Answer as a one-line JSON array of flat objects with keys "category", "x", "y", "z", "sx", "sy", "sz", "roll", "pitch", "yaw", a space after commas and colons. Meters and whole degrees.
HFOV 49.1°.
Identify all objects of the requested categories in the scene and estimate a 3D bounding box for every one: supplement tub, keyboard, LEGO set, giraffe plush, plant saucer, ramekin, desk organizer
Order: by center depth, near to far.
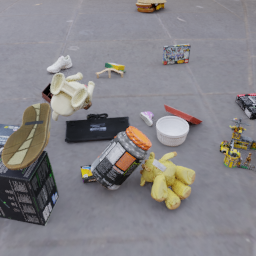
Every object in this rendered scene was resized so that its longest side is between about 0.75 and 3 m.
[{"category": "supplement tub", "x": -0.185, "y": 0.855, "z": 8.123, "sx": 1.065, "sy": 1.739, "sz": 1.065, "roll": 38, "pitch": 14, "yaw": -12}, {"category": "giraffe plush", "x": 0.933, "y": 1.403, "z": 8.227, "sx": 1.413, "sy": 1.637, "sz": 1.328, "roll": -43, "pitch": 18, "yaw": -19}, {"category": "LEGO set", "x": 4.297, "y": 0.506, "z": 9.120, "sx": 2.363, "sy": 1.369, "sz": 1.817, "roll": 17, "pitch": 41, "yaw": 21}, {"category": "ramekin", "x": 1.599, "y": 0.143, "z": 10.200, "sx": 1.167, "sy": 0.612, "sz": 1.167, "roll": 0, "pitch": 39, "yaw": 0}, {"category": "keyboard", "x": -1.144, "y": -0.040, "z": 10.704, "sx": 2.458, "sy": 0.315, "sz": 1.476, "roll": -4, "pitch": 45, "yaw": -6}, {"category": "plant saucer", "x": 2.119, "y": -0.491, "z": 10.848, "sx": 1.293, "sy": 0.238, "sz": 1.295, "roll": 27, "pitch": 7, "yaw": 30}, {"category": "desk organizer", "x": -3.207, "y": -1.379, "z": 12.163, "sx": 0.528, "sy": 0.567, "sz": 1.472, "roll": -29, "pitch": 46, "yaw": -31}]

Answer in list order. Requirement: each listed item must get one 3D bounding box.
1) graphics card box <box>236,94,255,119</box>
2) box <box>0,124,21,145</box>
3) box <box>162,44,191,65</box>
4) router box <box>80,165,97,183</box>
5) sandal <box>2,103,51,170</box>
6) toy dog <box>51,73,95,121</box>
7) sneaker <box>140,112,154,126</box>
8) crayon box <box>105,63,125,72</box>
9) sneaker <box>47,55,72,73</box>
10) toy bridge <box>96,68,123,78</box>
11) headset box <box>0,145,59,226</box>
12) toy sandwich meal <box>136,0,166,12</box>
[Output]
[{"category": "graphics card box", "x": 5.254, "y": -0.923, "z": 11.752, "sx": 0.892, "sy": 0.362, "sz": 1.423, "roll": -5, "pitch": 37, "yaw": -8}, {"category": "box", "x": -4.467, "y": 0.603, "z": 9.637, "sx": 2.245, "sy": 0.573, "sz": 1.770, "roll": 6, "pitch": 40, "yaw": 7}, {"category": "box", "x": 2.600, "y": -3.952, "z": 15.087, "sx": 1.450, "sy": 0.993, "sz": 0.289, "roll": -8, "pitch": 39, "yaw": -9}, {"category": "router box", "x": -1.076, "y": 1.421, "z": 8.868, "sx": 0.779, "sy": 0.199, "sz": 0.581, "roll": -7, "pitch": 39, "yaw": -16}, {"category": "sandal", "x": -2.261, "y": 0.198, "z": 6.702, "sx": 0.889, "sy": 0.598, "sz": 2.214, "roll": -3, "pitch": 39, "yaw": 1}, {"category": "toy dog", "x": -1.840, "y": -1.038, "z": 9.881, "sx": 1.274, "sy": 1.770, "sz": 1.825, "roll": 23, "pitch": 14, "yaw": 7}, {"category": "sneaker", "x": 0.875, "y": -0.415, "z": 11.162, "sx": 0.492, "sy": 0.313, "sz": 0.863, "roll": -13, "pitch": 40, "yaw": -21}, {"category": "crayon box", "x": -0.616, "y": -3.155, "z": 14.483, "sx": 1.002, "sy": 0.258, "sz": 0.630, "roll": 20, "pitch": 20, "yaw": 25}, {"category": "sneaker", "x": -3.597, "y": -3.345, "z": 14.544, "sx": 1.442, "sy": 0.718, "sz": 0.540, "roll": -32, "pitch": 49, "yaw": -32}, {"category": "toy bridge", "x": -0.927, "y": -2.737, "z": 13.977, "sx": 1.379, "sy": 0.464, "sz": 0.188, "roll": -2, "pitch": 39, "yaw": -3}, {"category": "headset box", "x": -3.192, "y": 1.478, "z": 7.455, "sx": 2.207, "sy": 1.921, "sz": 1.024, "roll": 6, "pitch": 39, "yaw": 10}, {"category": "toy sandwich meal", "x": 1.930, "y": -10.216, "z": 23.208, "sx": 2.660, "sy": 0.911, "sz": 2.660, "roll": 0, "pitch": 30, "yaw": 0}]
